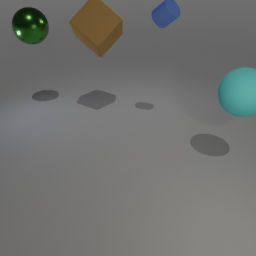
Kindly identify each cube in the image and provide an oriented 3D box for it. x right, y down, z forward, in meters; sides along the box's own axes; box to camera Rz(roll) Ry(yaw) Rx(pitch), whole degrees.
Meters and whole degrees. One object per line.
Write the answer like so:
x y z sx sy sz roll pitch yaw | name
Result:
-1.152 -3.804 10.655 1.400 1.400 1.400 41 -3 1 | cube

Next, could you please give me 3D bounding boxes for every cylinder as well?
1.262 -3.817 9.326 0.700 0.700 0.700 -24 6 46 | cylinder

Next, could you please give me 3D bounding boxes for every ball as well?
-3.849 -4.025 11.082 1.400 1.400 1.400 0 29 0 | ball
3.297 -1.015 8.008 1.400 1.400 1.400 0 29 0 | ball
